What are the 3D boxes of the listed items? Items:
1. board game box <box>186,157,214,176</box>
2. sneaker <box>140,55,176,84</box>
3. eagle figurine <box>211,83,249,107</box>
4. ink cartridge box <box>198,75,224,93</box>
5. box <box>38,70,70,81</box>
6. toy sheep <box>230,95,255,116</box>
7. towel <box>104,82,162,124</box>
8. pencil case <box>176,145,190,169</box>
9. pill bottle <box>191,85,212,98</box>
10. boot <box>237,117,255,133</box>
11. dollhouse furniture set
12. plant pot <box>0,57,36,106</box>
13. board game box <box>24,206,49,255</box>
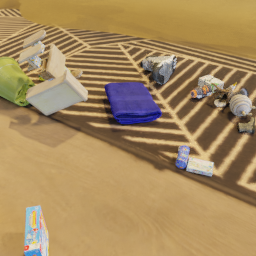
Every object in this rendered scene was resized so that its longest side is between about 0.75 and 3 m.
[{"bbox_3d":[2.363,1.263,9.174,0.804,0.138,0.540,11,38,15],"label":"board game box"},{"bbox_3d":[1.311,-3.060,14.399,1.732,1.125,2.999,10,27,22],"label":"sneaker"},{"bbox_3d":[4.531,-1.538,12.486,1.528,1.153,1.159,5,69,-47],"label":"eagle figurine"},{"bbox_3d":[4.001,-2.148,13.559,0.727,0.412,0.991,-22,42,-27],"label":"ink cartridge box"},{"bbox_3d":[-3.665,-2.717,14.383,1.559,0.377,0.915,9,38,9],"label":"box"},{"bbox_3d":[4.657,-0.903,11.503,0.929,0.929,1.347,3,31,4],"label":"toy sheep"},{"bbox_3d":[0.117,-1.110,12.051,1.981,0.665,2.682,-2,36,-14],"label":"towel"},{"bbox_3d":[1.833,0.939,9.417,0.395,0.355,0.909,32,39,-4],"label":"pencil case"},{"bbox_3d":[3.337,-1.647,12.814,0.944,0.501,0.501,-17,40,-21],"label":"pill bottle"},{"bbox_3d":[4.631,-0.149,10.963,0.634,0.329,0.971,8,35,20],"label":"boot"},{"bbox_3d":[-2.773,-2.272,11.425,1.958,2.584,2.948,-19,52,21],"label":"dollhouse furniture set"},{"bbox_3d":[-5.007,-1.871,12.311,1.778,1.872,1.872,35,47,20],"label":"plant pot"},{"bbox_3d":[-2.090,2.625,6.470,0.325,1.164,1.140,-8,38,-11],"label":"board game box"}]
